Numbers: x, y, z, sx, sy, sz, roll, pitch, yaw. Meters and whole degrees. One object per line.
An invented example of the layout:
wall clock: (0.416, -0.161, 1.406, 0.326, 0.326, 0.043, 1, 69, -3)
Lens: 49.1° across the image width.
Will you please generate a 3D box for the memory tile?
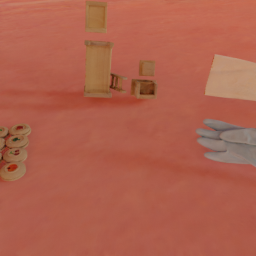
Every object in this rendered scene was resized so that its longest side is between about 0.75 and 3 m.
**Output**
memory tile: (-3.347, 0.581, 6.922, 1.714, 0.188, 2.236, -7, 35, -10)

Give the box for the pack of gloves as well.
pack of gloves: (3.202, -0.191, 6.592, 2.991, 2.513, 0.590, 15, -5, 13)

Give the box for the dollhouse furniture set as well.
dollhouse furniture set: (-0.193, -2.471, 9.145, 2.437, 2.756, 1.532, 2, 18, -9)
